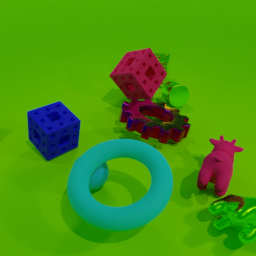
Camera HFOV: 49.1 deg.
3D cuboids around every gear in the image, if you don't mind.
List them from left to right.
[{"bbox_3d":[0.775,-0.262,8.154,2.031,0.376,2.031,12,27,-6],"label":"gear"}]

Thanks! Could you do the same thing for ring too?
[{"bbox_3d":[-0.155,0.975,5.245,1.972,0.394,1.972,-3,44,3],"label":"ring"}]

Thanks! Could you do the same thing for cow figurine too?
[{"bbox_3d":[2.014,0.727,6.138,0.808,1.472,1.449,18,76,21],"label":"cow figurine"},{"bbox_3d":[2.371,1.478,5.080,1.379,0.769,1.401,-22,8,-23],"label":"cow figurine"}]

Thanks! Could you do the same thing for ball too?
[{"bbox_3d":[-0.829,0.968,6.166,0.809,0.809,0.809,0,32,0],"label":"ball"}]

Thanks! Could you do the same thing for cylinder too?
[{"bbox_3d":[1.609,-1.186,9.626,0.756,0.756,0.756,-7,21,-11],"label":"cylinder"}]

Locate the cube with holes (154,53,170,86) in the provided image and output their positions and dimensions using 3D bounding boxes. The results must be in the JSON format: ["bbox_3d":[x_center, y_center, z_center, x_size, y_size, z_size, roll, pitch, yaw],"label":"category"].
[{"bbox_3d":[1.114,-2.340,11.159,0.970,0.970,0.970,7,36,10],"label":"cube with holes"}]

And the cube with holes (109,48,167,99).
[{"bbox_3d":[0.351,-1.784,9.403,1.158,1.158,1.158,7,56,49],"label":"cube with holes"}]

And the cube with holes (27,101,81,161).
[{"bbox_3d":[-1.924,0.056,7.266,0.948,0.948,0.948,-26,54,-37],"label":"cube with holes"}]
